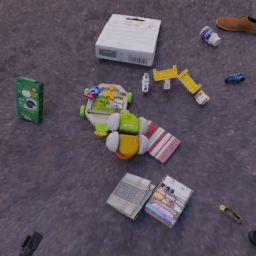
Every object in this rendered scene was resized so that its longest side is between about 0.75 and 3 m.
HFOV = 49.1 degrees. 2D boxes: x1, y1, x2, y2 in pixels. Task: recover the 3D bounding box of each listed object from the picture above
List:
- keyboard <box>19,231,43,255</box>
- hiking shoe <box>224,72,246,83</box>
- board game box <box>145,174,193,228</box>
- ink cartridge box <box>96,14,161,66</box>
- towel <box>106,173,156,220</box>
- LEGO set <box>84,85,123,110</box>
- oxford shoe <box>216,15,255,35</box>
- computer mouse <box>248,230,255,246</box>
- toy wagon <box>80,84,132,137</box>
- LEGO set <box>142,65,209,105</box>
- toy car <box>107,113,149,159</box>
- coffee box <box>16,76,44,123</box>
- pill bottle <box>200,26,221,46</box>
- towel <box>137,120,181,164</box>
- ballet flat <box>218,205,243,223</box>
[{"bbox_3d":[-2.943,3.482,8.276,0.447,0.170,0.860,24,62,12],"label":"keyboard"},{"bbox_3d":[4.302,-1.974,11.238,0.868,0.323,0.376,-20,62,-11],"label":"hiking shoe"},{"bbox_3d":[1.263,2.258,8.705,0.985,0.598,1.236,31,65,16],"label":"board game box"},{"bbox_3d":[0.102,-3.957,12.313,2.383,0.704,2.977,10,46,6],"label":"ink cartridge box"},{"bbox_3d":[0.074,2.061,8.725,1.305,0.225,1.257,16,58,42],"label":"towel"},{"bbox_3d":[-0.806,-1.286,10.296,1.502,0.573,0.617,21,60,8],"label":"LEGO set"},{"bbox_3d":[5.022,-4.794,12.608,2.028,0.723,0.723,9,63,7],"label":"oxford shoe"},{"bbox_3d":[4.323,3.516,8.241,1.672,0.285,0.490,26,49,8],"label":"computer mouse"},{"bbox_3d":[-0.839,-0.646,10.423,1.793,0.457,2.311,6,61,4],"label":"toy wagon"},{"bbox_3d":[1.884,-1.750,10.978,2.667,0.993,1.227,12,96,2],"label":"LEGO set"},{"bbox_3d":[-0.072,0.298,9.497,1.371,1.174,1.566,8,64,-14],"label":"toy car"},{"bbox_3d":[-3.530,-1.008,10.071,0.944,1.536,0.338,16,29,9],"label":"coffee box"},{"bbox_3d":[3.622,-3.999,12.269,0.509,0.509,0.850,-32,65,-16],"label":"pill bottle"},{"bbox_3d":[0.988,0.468,9.972,1.483,0.169,1.068,36,69,20],"label":"towel"},{"bbox_3d":[3.204,2.663,8.716,0.821,0.190,0.277,35,66,18],"label":"ballet flat"}]
